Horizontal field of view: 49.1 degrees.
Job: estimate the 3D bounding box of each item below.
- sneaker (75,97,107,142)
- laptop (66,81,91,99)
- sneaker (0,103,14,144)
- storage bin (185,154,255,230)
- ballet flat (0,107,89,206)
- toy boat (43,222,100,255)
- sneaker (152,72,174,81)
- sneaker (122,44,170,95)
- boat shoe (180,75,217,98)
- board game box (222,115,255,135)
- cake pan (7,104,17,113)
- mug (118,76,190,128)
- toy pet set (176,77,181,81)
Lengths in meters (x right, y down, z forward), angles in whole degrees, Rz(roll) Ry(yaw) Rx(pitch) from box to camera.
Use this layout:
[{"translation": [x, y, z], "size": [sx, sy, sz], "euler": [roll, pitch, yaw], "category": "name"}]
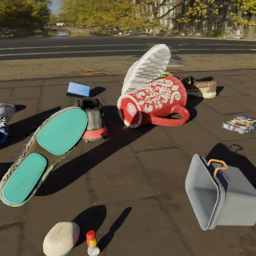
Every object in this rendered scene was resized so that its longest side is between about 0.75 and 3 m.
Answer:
[{"translation": [-1.454, -0.579, 10.211], "size": [0.990, 1.369, 2.801], "euler": [-9, 23, -15], "category": "sneaker"}, {"translation": [-2.392, -1.822, 13.592], "size": [1.102, 0.642, 1.244], "euler": [11, 10, -11], "category": "laptop"}, {"translation": [-4.471, 0.067, 9.400], "size": [1.176, 1.064, 2.762], "euler": [13, 32, 5], "category": "sneaker"}, {"translation": [2.092, 1.326, 6.120], "size": [1.119, 1.213, 1.666], "euler": [8, 22, -8], "category": "storage bin"}, {"translation": [-1.960, 0.579, 6.547], "size": [0.990, 0.990, 2.667], "euler": [21, 62, 40], "category": "ballet flat"}, {"translation": [-1.021, 2.101, 5.119], "size": [1.010, 0.469, 0.849], "euler": [-2, 17, 15], "category": "toy boat"}, {"translation": [2.027, -3.226, 17.537], "size": [1.763, 0.688, 0.751], "euler": [18, 20, 18], "category": "sneaker"}, {"translation": [0.531, -2.407, 11.296], "size": [1.111, 2.972, 1.219], "euler": [13, 54, -30], "category": "sneaker"}, {"translation": [3.196, -2.249, 14.573], "size": [2.827, 1.017, 1.020], "euler": [14, 27, 30], "category": "boat shoe"}, {"translation": [4.309, -0.131, 10.580], "size": [1.297, 0.224, 0.878], "euler": [-20, 30, -39], "category": "board game box"}, {"translation": [-5.466, -0.779, 12.125], "size": [1.229, 0.225, 1.229], "euler": [0, 23, 0], "category": "cake pan"}, {"translation": [1.089, -0.953, 10.834], "size": [2.436, 1.625, 2.162], "euler": [-23, 29, -37], "category": "mug"}, {"translation": [2.593, -2.587, 15.795], "size": [0.760, 0.710, 0.404], "euler": [5, 32, 11], "category": "toy pet set"}]
